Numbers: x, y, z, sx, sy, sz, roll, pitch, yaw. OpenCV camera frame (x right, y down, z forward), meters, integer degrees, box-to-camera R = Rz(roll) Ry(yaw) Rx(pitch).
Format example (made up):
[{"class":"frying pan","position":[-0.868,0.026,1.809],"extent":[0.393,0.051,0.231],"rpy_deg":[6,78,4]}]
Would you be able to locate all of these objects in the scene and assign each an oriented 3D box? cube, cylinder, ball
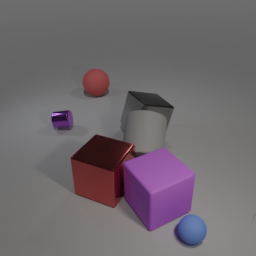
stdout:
[{"class":"cube","position":[0.718,-0.523,11.082],"extent":[1.400,1.400,1.400],"rpy_deg":[2,27,-28]},{"class":"cylinder","position":[-2.719,-0.367,11.631],"extent":[0.700,0.700,0.700],"rpy_deg":[-6,30,8]},{"class":"cylinder","position":[0.546,0.301,9.347],"extent":[1.400,1.400,1.400],"rpy_deg":[5,72,8]},{"class":"ball","position":[1.594,2.504,6.943],"extent":[0.700,0.700,0.700],"rpy_deg":[0,31,0]},{"class":"cube","position":[0.813,1.627,7.710],"extent":[1.400,1.400,1.400],"rpy_deg":[-18,35,-24]},{"class":"cube","position":[-0.700,1.237,8.408],"extent":[1.400,1.400,1.400],"rpy_deg":[14,33,22]},{"class":"ball","position":[-1.654,-2.379,14.534],"extent":[1.400,1.400,1.400],"rpy_deg":[0,31,0]}]
